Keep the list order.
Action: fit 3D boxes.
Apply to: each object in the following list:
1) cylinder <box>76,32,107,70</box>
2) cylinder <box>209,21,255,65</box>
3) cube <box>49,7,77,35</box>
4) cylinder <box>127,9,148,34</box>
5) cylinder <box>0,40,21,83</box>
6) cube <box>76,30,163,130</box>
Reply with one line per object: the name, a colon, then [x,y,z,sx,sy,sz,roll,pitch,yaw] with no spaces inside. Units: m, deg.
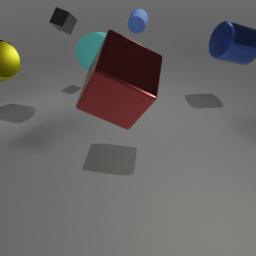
cylinder: [-1.187,-3.011,10.993,1.400,1.400,1.400,3,21,4]
cylinder: [4.098,-3.242,10.785,1.400,1.400,1.400,6,29,-22]
cube: [-2.607,-4.312,11.317,0.700,0.700,0.700,26,4,16]
cylinder: [0.384,-4.168,10.923,0.700,0.700,0.700,6,46,10]
cylinder: [-4.888,-2.318,10.173,1.400,1.400,1.400,-9,21,39]
cube: [-0.195,-1.066,6.468,1.400,1.400,1.400,23,53,-15]
